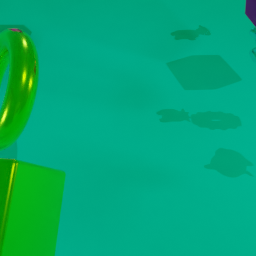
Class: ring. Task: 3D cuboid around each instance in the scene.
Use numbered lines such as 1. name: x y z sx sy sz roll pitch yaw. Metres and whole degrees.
1. ring: -1.918 -0.582 4.279 0.378 1.892 1.892 12 39 -43

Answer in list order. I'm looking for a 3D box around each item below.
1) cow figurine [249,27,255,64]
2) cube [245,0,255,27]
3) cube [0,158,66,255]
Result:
1. cow figurine: 2.503 -1.522 4.889 0.876 0.890 0.489 12 51 -38
2. cube: 3.457 -2.832 6.080 1.246 1.246 1.246 -25 62 8
3. cube: -1.126 0.712 2.360 0.832 0.832 0.832 1 76 14
